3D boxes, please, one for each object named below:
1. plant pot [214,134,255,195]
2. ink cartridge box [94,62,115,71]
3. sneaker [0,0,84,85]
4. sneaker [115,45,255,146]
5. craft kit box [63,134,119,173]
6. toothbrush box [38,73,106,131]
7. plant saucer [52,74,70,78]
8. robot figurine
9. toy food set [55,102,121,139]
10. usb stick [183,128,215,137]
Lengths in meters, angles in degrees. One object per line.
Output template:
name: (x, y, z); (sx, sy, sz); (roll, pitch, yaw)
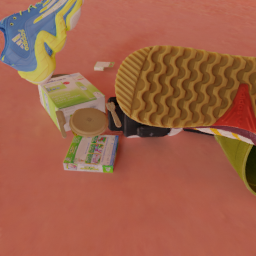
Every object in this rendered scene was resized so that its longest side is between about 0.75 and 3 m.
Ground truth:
plant pot: (2.902, 0.255, 6.260); (1.888, 1.888, 1.818); (-7, 24, -10)
ink cartridge box: (-0.962, -2.550, 11.533); (0.777, 0.186, 0.565); (4, 35, 6)
sneaker: (-1.898, -2.311, 5.986); (1.369, 2.606, 0.987); (22, -4, -33)
sneaker: (1.081, -0.280, 2.704); (2.372, 0.889, 1.069); (15, 11, 1)
craft kit box: (-0.870, 0.592, 6.928); (1.173, 0.288, 1.187); (5, 35, 3)
toothbrush box: (-1.727, -0.848, 8.496); (1.426, 0.843, 1.958); (-18, 37, -24)
plant saucer: (-2.477, -1.572, 10.097); (1.477, 0.218, 1.477); (0, 35, 0)
robot figurine: (0.514, -0.418, 7.417); (2.111, 1.317, 1.586); (-1, 75, -2)
toy food set: (-0.749, -0.108, 5.374); (1.155, 0.232, 0.797); (-11, 51, -16)
usb stick: (2.306, 0.058, 7.704); (1.575, 0.257, 0.437); (10, 29, 15)
